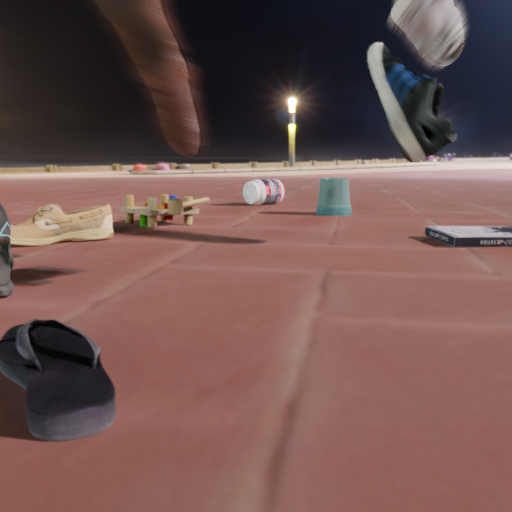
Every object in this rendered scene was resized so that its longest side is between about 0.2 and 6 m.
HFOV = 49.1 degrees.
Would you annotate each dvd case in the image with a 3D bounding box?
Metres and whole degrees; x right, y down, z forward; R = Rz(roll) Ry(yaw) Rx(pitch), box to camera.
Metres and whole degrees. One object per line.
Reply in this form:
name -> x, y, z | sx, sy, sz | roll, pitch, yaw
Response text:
dvd case -> 4.493, -0.391, 10.965 | 1.912, 0.236, 1.437 | -1, 10, -5

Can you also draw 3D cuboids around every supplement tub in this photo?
supplement tub -> 0.257, -2.204, 19.367 | 1.248, 0.875, 0.875 | -8, 13, -40

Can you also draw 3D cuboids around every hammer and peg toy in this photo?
hammer and peg toy -> -2.135, -1.067, 13.463 | 1.505, 0.722, 2.046 | -7, 12, -43

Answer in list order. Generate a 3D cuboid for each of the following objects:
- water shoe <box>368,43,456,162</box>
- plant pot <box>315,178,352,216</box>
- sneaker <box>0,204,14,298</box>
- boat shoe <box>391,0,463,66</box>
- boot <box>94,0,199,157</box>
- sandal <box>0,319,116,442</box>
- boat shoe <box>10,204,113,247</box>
water shoe -> 2.915, -2.984, 10.462 | 1.085, 2.749, 0.983 | -22, -27, 20
plant pot -> 2.242, -1.713, 16.119 | 1.084, 1.062, 1.084 | 0, 11, 0
sneaker -> -3.627, -0.125, 7.032 | 1.056, 1.110, 2.801 | -2, 11, -23
boat shoe -> 1.910, -2.400, 5.866 | 0.612, 0.625, 1.755 | -39, -10, 22
boot -> -1.400, -2.670, 7.688 | 0.751, 2.180, 2.339 | -21, -12, -1
sandal -> -1.427, 0.737, 4.071 | 0.712, 0.401, 1.872 | -6, 12, -31
boat shoe -> -3.961, -0.636, 10.834 | 2.345, 0.757, 0.836 | -7, 12, -34
